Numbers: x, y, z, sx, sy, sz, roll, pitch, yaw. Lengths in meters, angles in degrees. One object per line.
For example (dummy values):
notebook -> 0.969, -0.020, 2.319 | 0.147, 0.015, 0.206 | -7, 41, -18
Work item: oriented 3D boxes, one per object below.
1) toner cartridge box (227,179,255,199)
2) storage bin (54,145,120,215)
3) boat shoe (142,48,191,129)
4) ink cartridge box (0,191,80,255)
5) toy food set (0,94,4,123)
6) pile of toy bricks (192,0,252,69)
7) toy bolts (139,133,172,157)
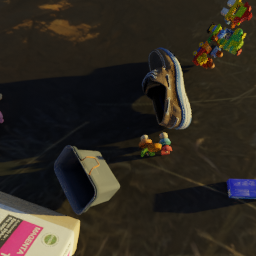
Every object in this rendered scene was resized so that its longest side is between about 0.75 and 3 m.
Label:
toner cartridge box -> 3.119, 1.590, 7.291 | 0.988, 0.213, 0.469 | 2, 64, 1
storage bin -> -0.924, 1.156, 6.888 | 1.027, 1.112, 1.529 | 2, 43, -49
boat shoe -> 0.995, -1.262, 8.137 | 0.990, 0.988, 2.734 | 0, 60, -29
ink cartridge box -> -2.506, 2.713, 5.488 | 2.256, 1.029, 2.739 | 17, 28, 6
toy food set -> -4.381, 0.091, 7.863 | 1.702, 0.422, 2.677 | -6, 62, -1
pile of toy bricks -> 3.013, -2.628, 8.518 | 1.068, 1.200, 2.163 | 39, 99, 27
toy bolts -> 0.779, 0.378, 7.621 | 0.858, 0.819, 0.595 | -2, 67, -15
